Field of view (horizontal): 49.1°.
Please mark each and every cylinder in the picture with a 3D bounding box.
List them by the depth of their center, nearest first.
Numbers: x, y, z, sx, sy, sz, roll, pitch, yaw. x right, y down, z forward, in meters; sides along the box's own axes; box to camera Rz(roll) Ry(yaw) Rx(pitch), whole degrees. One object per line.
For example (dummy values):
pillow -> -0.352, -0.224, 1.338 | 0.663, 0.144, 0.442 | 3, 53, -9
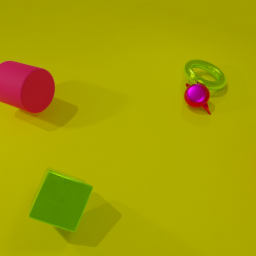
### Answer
cylinder -> -3.140, -1.245, 8.420 | 1.339, 1.339, 1.339 | 18, 49, 25

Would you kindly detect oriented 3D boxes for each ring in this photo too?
ring -> 2.704, -1.883, 9.837 | 1.582, 0.316, 1.582 | 11, 45, -11

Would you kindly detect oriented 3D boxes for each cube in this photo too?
cube -> -1.470, 1.509, 6.076 | 0.992, 0.992, 0.992 | 25, 79, -15

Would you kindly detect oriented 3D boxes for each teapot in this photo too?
teapot -> 2.255, -0.973, 9.034 | 0.817, 0.643, 1.314 | -36, 69, 6
